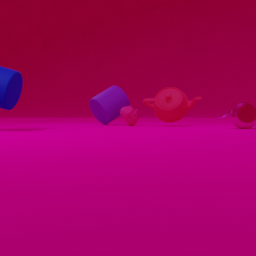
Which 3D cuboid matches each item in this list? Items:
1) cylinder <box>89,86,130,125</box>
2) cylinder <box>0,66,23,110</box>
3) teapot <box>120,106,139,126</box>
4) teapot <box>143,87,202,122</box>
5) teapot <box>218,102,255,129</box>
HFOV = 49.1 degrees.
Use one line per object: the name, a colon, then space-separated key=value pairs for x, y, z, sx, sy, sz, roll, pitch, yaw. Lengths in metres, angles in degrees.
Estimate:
cylinder: x=-0.743 y=-0.926 z=11.296 sx=1.189 sy=1.189 sz=1.189 roll=-36 pitch=20 yaw=-27
cylinder: x=-2.975 y=-0.947 z=6.274 sx=0.901 sy=0.901 sz=0.901 roll=16 pitch=2 yaw=-3
teapot: x=0.098 y=-0.466 z=9.780 sx=0.581 sy=0.738 sz=1.186 roll=-35 pitch=-7 yaw=1
teapot: x=1.498 y=-0.859 z=9.509 sx=2.007 sy=1.248 sz=0.983 roll=1 pitch=-27 yaw=19
teapot: x=3.081 y=-0.310 z=7.636 sx=1.182 sy=0.735 sz=0.579 roll=0 pitch=-12 yaw=-1
